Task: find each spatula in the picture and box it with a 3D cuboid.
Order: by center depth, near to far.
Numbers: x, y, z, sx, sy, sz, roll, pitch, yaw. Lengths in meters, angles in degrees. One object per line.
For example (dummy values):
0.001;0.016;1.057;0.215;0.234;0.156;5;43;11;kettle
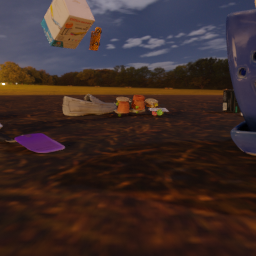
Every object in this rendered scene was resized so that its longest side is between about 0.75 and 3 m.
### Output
-2.432;0.215;5.930;2.530;0.260;0.715;6;10;34;spatula

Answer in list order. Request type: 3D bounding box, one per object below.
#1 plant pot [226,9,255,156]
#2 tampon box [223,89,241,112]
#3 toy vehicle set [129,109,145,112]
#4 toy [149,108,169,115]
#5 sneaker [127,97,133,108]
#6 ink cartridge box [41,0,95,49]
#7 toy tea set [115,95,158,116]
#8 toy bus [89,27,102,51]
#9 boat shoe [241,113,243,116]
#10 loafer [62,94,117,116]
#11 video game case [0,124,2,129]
3.320;-0.751;5.052;2.697;2.424;2.696;5;9;30;plant pot
5.523;-1.331;13.653;1.454;1.090;0.918;-2;9;-16;tampon box
0.469;-0.868;13.918;0.491;0.105;0.790;5;10;30;toy vehicle set
1.270;-0.687;11.983;0.761;0.312;1.322;3;7;-1;toy
0.138;-1.561;16.911;0.922;0.615;1.609;-11;7;-26;sneaker
-2.092;-3.679;9.708;1.094;1.075;1.486;-7;-24;-45;ink cartridge box
0.219;-0.871;12.214;2.219;0.821;1.319;-11;26;-39;toy tea set
-1.325;-3.633;11.426;0.363;0.926;0.301;12;14;9;toy bus
5.066;-0.660;11.508;0.435;0.386;1.182;-3;9;-18;boat shoe
-1.611;-1.037;12.281;2.593;0.905;0.907;-7;11;-39;loafer
-4.323;-0.661;7.023;0.195;2.159;1.546;-43;5;6;video game case
